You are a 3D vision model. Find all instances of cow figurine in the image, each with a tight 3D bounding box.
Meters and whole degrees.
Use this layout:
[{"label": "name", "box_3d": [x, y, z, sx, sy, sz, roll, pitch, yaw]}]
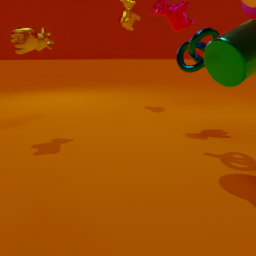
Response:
[{"label": "cow figurine", "box_3d": [-0.004, -4.762, 11.593, 1.144, 1.163, 0.638, 27, 7, -45]}, {"label": "cow figurine", "box_3d": [1.255, -3.298, 8.207, 1.155, 1.174, 0.644, -24, 29, 0]}, {"label": "cow figurine", "box_3d": [-2.392, -2.246, 7.108, 1.058, 0.590, 1.076, -22, 9, -20]}]

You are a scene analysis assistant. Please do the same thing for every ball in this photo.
[{"label": "ball", "box_3d": [3.588, -3.310, 7.068, 1.331, 1.331, 1.331, 0, 15, 0]}]

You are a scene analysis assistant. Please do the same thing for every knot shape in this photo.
[{"label": "knot shape", "box_3d": [1.557, -1.630, 6.223, 1.033, 1.104, 0.510, -7, 38, 33]}]

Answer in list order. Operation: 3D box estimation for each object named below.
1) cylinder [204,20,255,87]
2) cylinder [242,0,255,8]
[{"label": "cylinder", "box_3d": [1.774, -1.177, 4.442, 0.809, 0.809, 0.809, -32, 27, -20]}, {"label": "cylinder", "box_3d": [2.930, -3.220, 5.997, 0.890, 0.890, 0.890, -32, 17, 1]}]
